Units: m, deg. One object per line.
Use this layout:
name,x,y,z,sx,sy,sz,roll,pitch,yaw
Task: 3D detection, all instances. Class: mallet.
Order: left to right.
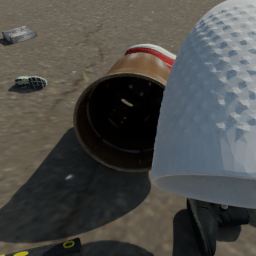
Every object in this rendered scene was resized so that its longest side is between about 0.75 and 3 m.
mallet,-2.136,2.100,4.624,2.641,0.543,0.870,-11,38,-21

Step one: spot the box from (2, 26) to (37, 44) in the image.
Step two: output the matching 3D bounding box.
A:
box,-4.711,-4.082,12.196,1.171,0.283,0.927,-32,49,-32

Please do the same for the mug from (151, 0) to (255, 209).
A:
mug,1.827,-0.416,3.647,2.987,2.205,2.619,-14,59,50

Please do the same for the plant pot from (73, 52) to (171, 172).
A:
plant pot,0.176,-0.582,6.604,2.336,2.336,2.313,5,31,6

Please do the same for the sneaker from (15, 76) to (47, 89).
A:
sneaker,-3.108,-1.539,9.051,1.060,0.411,0.422,6,31,8

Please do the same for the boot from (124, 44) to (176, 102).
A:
boot,0.702,-1.701,8.822,2.726,0.987,1.967,26,47,23

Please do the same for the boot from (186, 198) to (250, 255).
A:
boot,1.691,1.696,5.027,1.046,0.476,1.245,-5,33,0
